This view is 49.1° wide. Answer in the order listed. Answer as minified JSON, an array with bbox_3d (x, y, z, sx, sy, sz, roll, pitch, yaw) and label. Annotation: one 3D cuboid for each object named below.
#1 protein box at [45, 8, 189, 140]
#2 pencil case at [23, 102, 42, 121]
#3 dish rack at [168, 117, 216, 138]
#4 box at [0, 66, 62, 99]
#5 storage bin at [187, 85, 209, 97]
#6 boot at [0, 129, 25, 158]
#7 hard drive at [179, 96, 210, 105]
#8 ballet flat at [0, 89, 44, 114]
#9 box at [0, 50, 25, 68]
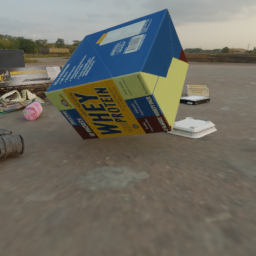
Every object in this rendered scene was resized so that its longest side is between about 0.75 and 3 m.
[{"bbox_3d":[-0.121,-1.191,6.601,2.393,1.614,2.375,-6,45,31],"label":"protein box"},{"bbox_3d":[-3.190,-0.571,9.416,0.489,0.489,1.118,-2,15,-8],"label":"pencil case"},{"bbox_3d":[1.765,-0.048,7.842,1.087,0.276,1.267,13,19,42],"label":"dish rack"},{"bbox_3d":[-4.460,-1.754,11.558,2.992,0.723,2.370,-12,-4,-38],"label":"box"},{"bbox_3d":[3.498,-1.861,14.050,1.014,0.479,1.022,2,15,9],"label":"storage bin"},{"bbox_3d":[-3.387,0.313,5.886,2.246,0.784,1.478,21,20,26],"label":"boot"},{"bbox_3d":[2.896,-1.213,12.176,1.193,0.226,0.833,-12,20,-40],"label":"hard drive"},{"bbox_3d":[-4.095,-1.094,10.755,0.788,0.788,2.190,9,17,30],"label":"ballet flat"},{"bbox_3d":[-5.791,-2.620,13.487,1.376,2.220,2.182,-8,17,-28],"label":"box"}]
